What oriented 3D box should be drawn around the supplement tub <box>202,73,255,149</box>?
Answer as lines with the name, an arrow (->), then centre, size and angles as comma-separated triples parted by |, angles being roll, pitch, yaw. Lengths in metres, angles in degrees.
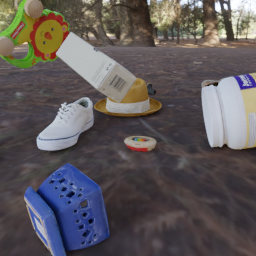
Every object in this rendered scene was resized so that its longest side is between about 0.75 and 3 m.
supplement tub -> 3.324, -0.470, 7.117 | 2.593, 1.886, 1.886 | -8, 18, 9

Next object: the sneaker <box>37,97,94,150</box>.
sneaker -> -1.773, -0.222, 8.072 | 1.015, 0.984, 2.780 | 4, 20, 11

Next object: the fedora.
fedora -> -0.002, -1.296, 10.838 | 2.831, 1.155, 2.831 | 0, 19, 0

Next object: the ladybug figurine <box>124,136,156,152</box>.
ladybug figurine -> 0.313, 0.420, 7.299 | 0.843, 0.303, 0.573 | 6, 20, 15

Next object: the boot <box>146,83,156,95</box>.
boot -> 1.148, -1.881, 13.715 | 0.708, 0.396, 1.024 | 15, 37, 25

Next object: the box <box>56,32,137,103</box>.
box -> -0.776, -1.425, 6.416 | 2.024, 0.692, 0.831 | 42, 9, 38

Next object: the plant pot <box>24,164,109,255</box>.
plant pot -> -0.931, 1.238, 4.141 | 0.867, 0.964, 0.964 | -23, 30, -33

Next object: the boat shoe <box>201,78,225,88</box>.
boat shoe -> 4.555, -2.058, 13.816 | 1.771, 0.671, 0.636 | -6, 22, 11

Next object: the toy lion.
toy lion -> -3.028, -2.945, 9.216 | 0.809, 2.355, 2.258 | 32, -7, 31
